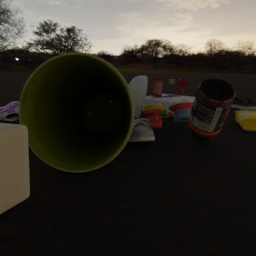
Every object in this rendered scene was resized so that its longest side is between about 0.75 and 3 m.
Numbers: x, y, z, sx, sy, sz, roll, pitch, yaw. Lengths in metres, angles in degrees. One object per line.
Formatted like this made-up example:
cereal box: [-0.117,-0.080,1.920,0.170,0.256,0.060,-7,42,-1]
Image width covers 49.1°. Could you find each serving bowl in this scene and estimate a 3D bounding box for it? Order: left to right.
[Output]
serving bowl: [0.189,-1.174,11.022,0.631,1.917,1.917,12,12,-9]

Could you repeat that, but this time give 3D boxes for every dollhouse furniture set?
dollhouse furniture set: [2.081,-2.007,14.032,1.758,0.946,0.715,8,15,6]

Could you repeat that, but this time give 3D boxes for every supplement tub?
supplement tub: [2.394,-0.441,8.313,1.043,1.950,1.043,1,50,-1]

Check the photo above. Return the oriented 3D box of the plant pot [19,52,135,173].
plant pot: [-0.961,-0.404,7.637,2.693,2.693,2.878,2,3,9]

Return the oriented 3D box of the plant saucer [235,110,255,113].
plant saucer: [5.476,-0.536,12.035,1.688,0.303,1.688,-1,11,0]

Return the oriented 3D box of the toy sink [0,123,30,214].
toy sink: [-3.101,0.816,4.232,1.785,1.534,2.739,5,10,18]

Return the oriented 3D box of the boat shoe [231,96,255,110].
boat shoe: [6.042,-1.350,14.627,0.701,0.665,2.006,-8,16,-29]

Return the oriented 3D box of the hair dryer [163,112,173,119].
hair dryer: [1.953,-0.525,12.190,0.944,0.256,0.719,-4,16,-13]

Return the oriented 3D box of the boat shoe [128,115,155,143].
boat shoe: [0.119,-0.107,9.308,0.952,0.828,2.582,-4,15,-16]

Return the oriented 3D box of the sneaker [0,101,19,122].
sneaker: [-4.919,-0.653,12.163,1.014,0.645,1.779,11,24,18]

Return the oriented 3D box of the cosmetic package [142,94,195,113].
cosmetic package: [2.183,-1.213,14.086,2.695,0.696,2.032,13,22,41]

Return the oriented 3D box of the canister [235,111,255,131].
canister: [4.658,-0.274,10.635,0.913,0.532,1.229,3,16,11]

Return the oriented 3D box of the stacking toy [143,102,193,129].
stacking toy: [1.588,-0.370,10.870,1.997,0.844,1.808,-4,-9,3]
